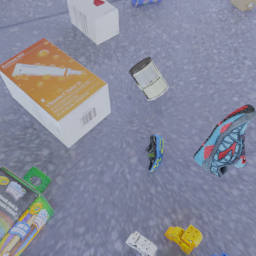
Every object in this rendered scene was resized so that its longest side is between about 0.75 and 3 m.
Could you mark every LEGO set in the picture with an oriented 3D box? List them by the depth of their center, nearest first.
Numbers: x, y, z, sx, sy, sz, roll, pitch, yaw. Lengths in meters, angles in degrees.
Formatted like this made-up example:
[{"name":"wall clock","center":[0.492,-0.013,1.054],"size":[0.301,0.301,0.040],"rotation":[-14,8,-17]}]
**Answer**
[{"name":"LEGO set","center":[1.436,2.896,6.199],"size":[2.962,1.215,1.130],"rotation":[32,61,19]}]

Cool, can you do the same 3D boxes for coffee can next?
[{"name":"coffee can","center":[0.667,-1.559,8.942],"size":[0.824,1.126,0.824],"rotation":[-32,21,13]}]

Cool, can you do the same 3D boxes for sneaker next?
[{"name":"sneaker","center":[2.601,0.396,6.895],"size":[0.913,2.303,1.100],"rotation":[-30,66,-34]},{"name":"sneaker","center":[0.729,0.705,7.895],"size":[0.450,1.086,0.385],"rotation":[16,19,37]}]

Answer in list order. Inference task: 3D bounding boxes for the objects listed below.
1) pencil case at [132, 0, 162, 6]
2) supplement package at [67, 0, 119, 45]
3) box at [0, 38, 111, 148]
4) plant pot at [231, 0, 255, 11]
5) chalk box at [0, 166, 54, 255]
[{"name":"pencil case","center":[0.879,-5.822,12.384],"size":[1.451,0.566,0.630],"rotation":[-15,19,-9]},{"name":"supplement package","center":[-1.370,-4.442,11.148],"size":[1.145,1.131,1.889],"rotation":[-35,63,-21]},{"name":"box","center":[-2.246,-1.163,8.726],"size":[2.981,1.453,1.854],"rotation":[37,65,22]},{"name":"plant pot","center":[5.133,-5.603,12.163],"size":[0.839,0.838,0.743],"rotation":[-16,70,-10]},{"name":"chalk box","center":[-2.791,1.958,6.762],"size":[1.358,1.351,2.182],"rotation":[29,60,20]}]
